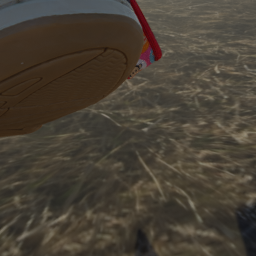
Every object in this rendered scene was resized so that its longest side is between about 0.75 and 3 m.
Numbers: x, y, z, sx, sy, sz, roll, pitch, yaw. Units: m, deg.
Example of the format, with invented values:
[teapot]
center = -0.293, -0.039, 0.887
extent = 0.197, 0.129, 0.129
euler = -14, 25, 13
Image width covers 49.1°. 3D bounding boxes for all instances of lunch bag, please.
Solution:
[lunch bag]
center = -0.389, -1.947, 4.582
extent = 0.935, 2.283, 2.011
euler = -34, 31, 3

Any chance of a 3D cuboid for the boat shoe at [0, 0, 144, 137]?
[boat shoe]
center = -0.920, -0.436, 2.040
extent = 1.013, 0.913, 2.816
euler = -11, -1, -29
